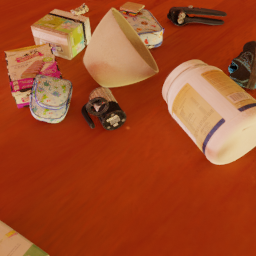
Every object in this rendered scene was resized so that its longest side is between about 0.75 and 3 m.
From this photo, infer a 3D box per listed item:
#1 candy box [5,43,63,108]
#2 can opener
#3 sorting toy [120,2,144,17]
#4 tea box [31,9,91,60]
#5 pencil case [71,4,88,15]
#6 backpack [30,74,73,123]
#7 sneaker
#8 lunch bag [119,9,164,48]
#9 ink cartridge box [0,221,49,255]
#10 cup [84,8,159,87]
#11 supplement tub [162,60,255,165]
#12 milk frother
[{"bbox_3d":[-3.661,-2.155,11.001,1.879,0.841,2.756,-17,50,-15],"label":"candy box"},{"bbox_3d":[3.494,-5.717,14.165,2.999,0.951,1.179,2,47,2],"label":"can opener"},{"bbox_3d":[0.197,-5.582,13.197,0.883,0.307,0.877,20,46,18],"label":"sorting toy"},{"bbox_3d":[-2.943,-4.233,12.609,1.859,1.242,1.829,19,52,16],"label":"tea box"},{"bbox_3d":[-2.619,-6.316,15.065,0.967,0.376,0.432,-40,100,-29],"label":"pencil case"},{"bbox_3d":[-2.615,-0.982,9.422,1.362,1.094,1.489,11,78,-17],"label":"backpack"},{"bbox_3d":[4.739,-2.737,11.424,1.126,1.007,2.750,12,49,11],"label":"sneaker"},{"bbox_3d":[0.476,-4.638,13.173,2.147,1.012,2.679,-10,48,-11],"label":"lunch bag"},{"bbox_3d":[-2.980,3.069,6.213,2.128,0.931,1.547,25,52,19],"label":"ink cartridge box"},{"bbox_3d":[-0.465,-2.655,10.419,1.984,2.774,2.774,-33,46,20],"label":"cup"},{"bbox_3d":[2.579,-0.585,8.699,2.129,2.129,2.949,-20,51,-17],"label":"supplement tub"},{"bbox_3d":[-0.895,-0.838,9.338,1.330,1.474,1.386,-16,49,-21],"label":"milk frother"}]
